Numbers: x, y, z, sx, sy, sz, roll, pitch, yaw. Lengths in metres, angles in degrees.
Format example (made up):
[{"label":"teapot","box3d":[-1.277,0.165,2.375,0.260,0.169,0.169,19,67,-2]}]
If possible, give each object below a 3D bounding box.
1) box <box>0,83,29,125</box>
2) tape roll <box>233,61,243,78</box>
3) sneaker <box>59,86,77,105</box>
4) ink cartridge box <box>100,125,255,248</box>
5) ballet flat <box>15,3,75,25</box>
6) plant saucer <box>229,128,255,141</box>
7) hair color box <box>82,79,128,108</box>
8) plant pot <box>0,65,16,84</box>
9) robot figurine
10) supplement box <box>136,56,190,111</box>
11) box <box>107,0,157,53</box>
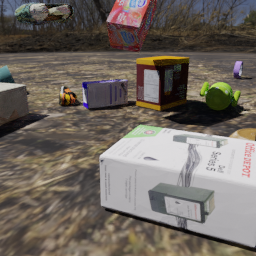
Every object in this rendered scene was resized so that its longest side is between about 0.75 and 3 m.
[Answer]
[{"label":"box","box3d":[-4.704,-0.680,9.122,1.368,1.120,2.881,7,20,19]},{"label":"tape roll","box3d":[7.335,-3.861,18.619,0.357,1.088,1.088,13,23,29]},{"label":"sneaker","box3d":[-2.584,-1.381,12.217,0.755,0.587,1.678,4,21,-10]},{"label":"ink cartridge box","box3d":[1.005,0.800,4.859,2.459,1.033,1.789,8,20,22]},{"label":"ballet flat","box3d":[-3.052,-4.419,10.631,0.880,0.880,2.370,17,31,41]},{"label":"plant saucer","box3d":[3.496,0.285,7.638,1.434,0.254,1.434,0,19,0]},{"label":"hair color box","box3d":[-0.919,-1.445,11.579,1.849,1.010,0.599,-9,20,-27]},{"label":"plant pot","box3d":[-6.228,-2.305,13.888,1.041,1.297,1.297,-26,27,-17]},{"label":"robot figurine","box3d":[3.618,-1.262,11.105,1.475,0.973,1.681,22,24,17]},{"label":"supplement box","box3d":[1.423,-1.886,11.458,1.273,1.917,1.890,17,25,41]},{"label":"box","box3d":[0.193,-3.781,9.329,1.068,1.157,2.256,14,63,10]}]
